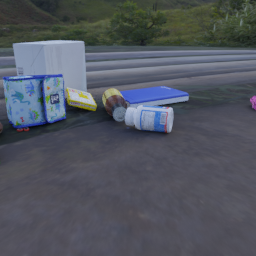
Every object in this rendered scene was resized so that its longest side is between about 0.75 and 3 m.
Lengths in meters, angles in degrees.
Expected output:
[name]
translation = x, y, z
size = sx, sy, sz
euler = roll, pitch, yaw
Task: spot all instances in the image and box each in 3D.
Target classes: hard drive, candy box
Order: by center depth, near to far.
[candy box]
translation = -1.961, -1.213, 11.500
size = 1.086, 0.281, 2.125
euler = 11, 17, -18
[hard drive]
translation = 0.877, -1.361, 12.175
size = 2.910, 0.369, 1.920
euler = -11, 23, -28

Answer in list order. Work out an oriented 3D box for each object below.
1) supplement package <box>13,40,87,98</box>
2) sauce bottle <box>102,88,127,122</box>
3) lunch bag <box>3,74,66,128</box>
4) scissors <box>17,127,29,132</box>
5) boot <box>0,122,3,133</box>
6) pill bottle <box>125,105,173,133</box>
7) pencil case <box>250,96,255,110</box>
[supplement package]
translation = -3.421, -2.653, 12.699
size = 1.869, 2.430, 2.541
euler = 11, 23, 28
[sauce bottle]
translation = -0.462, -0.829, 10.149
size = 0.815, 0.815, 2.468
euler = -3, 22, -9
[lunch bag]
translation = -2.978, -0.944, 9.228
size = 1.864, 1.585, 1.188
euler = -10, 18, -32
[scissors]
translation = -3.476, -0.039, 9.032
size = 0.367, 0.070, 1.003
euler = -11, 20, -31
[boot]
translation = -4.217, 0.280, 7.152
size = 2.549, 0.879, 2.736
euler = 16, 21, 34
[pill bottle]
translation = 0.657, -0.303, 8.676
size = 1.390, 0.780, 0.780
euler = 7, 21, 18
[pencil case]
translation = 5.143, -1.007, 11.160
size = 0.477, 0.462, 1.018
euler = -16, 12, 21
